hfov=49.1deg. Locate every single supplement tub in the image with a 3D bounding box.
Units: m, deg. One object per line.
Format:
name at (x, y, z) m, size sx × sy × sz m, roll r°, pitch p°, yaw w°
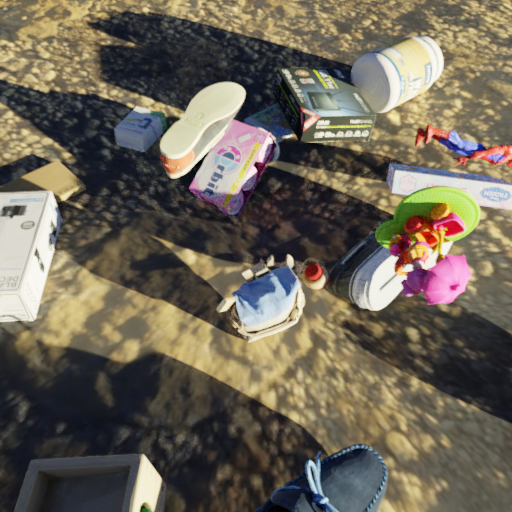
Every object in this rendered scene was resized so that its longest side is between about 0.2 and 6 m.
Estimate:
supplement tub at (3.548, -4.603, 14.071) m, size 2.023 × 1.463 × 1.463 m, roll -31°, pitch 54°, yaw -25°

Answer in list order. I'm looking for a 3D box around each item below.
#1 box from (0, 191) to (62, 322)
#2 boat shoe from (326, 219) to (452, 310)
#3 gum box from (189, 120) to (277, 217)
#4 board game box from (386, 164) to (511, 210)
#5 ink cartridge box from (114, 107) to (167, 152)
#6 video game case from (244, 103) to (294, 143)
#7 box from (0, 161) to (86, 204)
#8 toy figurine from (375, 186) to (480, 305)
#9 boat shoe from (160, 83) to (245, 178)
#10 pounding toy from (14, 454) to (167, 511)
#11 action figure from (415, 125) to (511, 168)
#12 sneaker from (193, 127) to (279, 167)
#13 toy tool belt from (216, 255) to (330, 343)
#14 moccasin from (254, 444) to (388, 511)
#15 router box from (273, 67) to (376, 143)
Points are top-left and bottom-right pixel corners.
box at (-4.582, -0.037, 10.174) m, size 1.516 × 0.781 × 2.599 m, roll -1°, pitch 47°, yaw -1°
boat shoe at (2.490, -0.217, 10.066) m, size 1.156 × 1.175 × 3.259 m, roll 20°, pitch 38°, yaw 41°
gum box at (-0.489, -1.774, 11.458) m, size 1.030 × 0.600 × 1.815 m, roll 26°, pitch 84°, yaw 22°
board game box at (3.722, -1.398, 10.962) m, size 2.192 × 0.452 × 2.197 m, roll 9°, pitch 14°, yaw 9°
ink cartridge box at (-2.720, -2.996, 13.227) m, size 0.793 × 0.477 × 1.091 m, roll 17°, pitch 50°, yaw 14°
video game case at (0.573, -3.307, 13.752) m, size 1.302 × 0.144 × 1.185 m, roll -33°, pitch 55°, yaw -28°
box at (-4.592, -1.434, 11.949) m, size 1.479 × 0.157 × 1.209 m, roll -33°, pitch 54°, yaw -27°
toy figurine at (1.734, 0.026, 5.736) m, size 1.166 × 0.875 × 1.073 m, roll -26°, pitch 38°, yaw 38°
boat shoe at (-0.818, -1.986, 8.715) m, size 0.673 × 0.592 × 1.892 m, roll 28°, pitch 62°, yaw 17°
pounding toy at (-1.768, 3.499, 6.633) m, size 1.910 × 1.358 × 1.758 m, roll -6°, pitch 45°, yaw 9°
action figure at (3.594, -1.750, 9.338) m, size 1.837 × 0.601 × 0.475 m, roll 10°, pitch 88°, yaw -8°
sneaker at (-0.788, -2.301, 12.173) m, size 2.297 × 0.873 × 1.660 m, roll 22°, pitch 39°, yaw 32°
toy tool belt at (0.299, 0.556, 9.032) m, size 1.812 × 1.113 × 1.131 m, roll -35°, pitch 54°, yaw 1°
moccasin at (0.555, 3.369, 6.724) m, size 3.077 × 1.049 × 1.238 m, roll -36°, pitch 56°, yaw -29°
router box at (1.591, -3.692, 13.559) m, size 1.779 × 0.737 × 2.374 m, roll -5°, pitch 46°, yaw -16°
